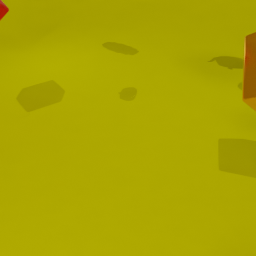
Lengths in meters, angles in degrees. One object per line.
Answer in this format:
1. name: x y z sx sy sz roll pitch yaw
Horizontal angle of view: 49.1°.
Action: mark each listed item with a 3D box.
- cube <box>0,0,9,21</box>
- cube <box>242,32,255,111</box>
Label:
1. cube: -3.206 -2.438 5.440 0.998 0.998 0.998 47 10 1
2. cube: 2.162 -0.695 3.572 0.985 0.985 0.985 -10 64 47
